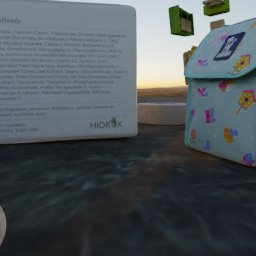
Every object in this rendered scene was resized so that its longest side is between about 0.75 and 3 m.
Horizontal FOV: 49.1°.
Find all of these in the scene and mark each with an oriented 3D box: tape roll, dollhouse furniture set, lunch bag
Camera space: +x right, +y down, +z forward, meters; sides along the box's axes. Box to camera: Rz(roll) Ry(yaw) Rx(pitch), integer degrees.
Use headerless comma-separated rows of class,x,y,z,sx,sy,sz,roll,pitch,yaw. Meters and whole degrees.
tape roll,1.181,-0.476,8.734,1.777,0.587,1.777,-1,8,0
dollhouse furniture set,2.744,-2.936,10.088,1.921,2.932,1.471,-2,9,32
lunch bag,1.647,-0.564,3.987,1.194,1.959,1.669,-3,9,-21

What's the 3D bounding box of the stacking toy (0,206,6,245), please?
stacking toy,-0.766,0.611,1.002,0.451,0.451,1.056,-2,11,-13

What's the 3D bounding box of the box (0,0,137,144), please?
box,-1.545,-1.157,6.283,2.957,2.533,2.943,-2,8,-15
